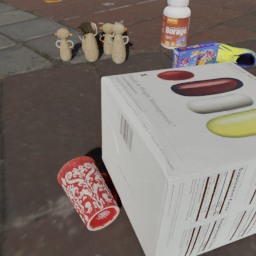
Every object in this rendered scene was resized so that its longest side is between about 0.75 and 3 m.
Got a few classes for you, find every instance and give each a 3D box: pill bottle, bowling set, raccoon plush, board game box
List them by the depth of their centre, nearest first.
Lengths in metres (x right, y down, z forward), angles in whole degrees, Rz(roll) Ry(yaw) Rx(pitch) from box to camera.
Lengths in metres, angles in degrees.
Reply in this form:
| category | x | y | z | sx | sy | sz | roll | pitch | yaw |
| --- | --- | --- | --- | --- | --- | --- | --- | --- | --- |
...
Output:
| category | x | y | z | sx | sy | sz | roll | pitch | yaw |
| --- | --- | --- | --- | --- | --- | --- | --- | --- | --- |
| board game box | 2.371 | -2.363 | 9.924 | 1.642 | 1.104 | 0.368 | -14 | 39 | -19 |
| bowling set | -1.358 | -3.731 | 11.360 | 2.868 | 1.539 | 1.996 | 2 | 38 | 3 |
| pill bottle | 2.045 | -4.508 | 11.976 | 1.136 | 2.025 | 1.136 | 0 | 37 | 0 |
| raccoon plush | -0.786 | -4.464 | 12.796 | 1.442 | 0.966 | 0.698 | 14 | 39 | 17 |

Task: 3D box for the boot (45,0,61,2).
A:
| category | x | y | z | sx | sy | sz | roll | pitch | yaw |
| --- | --- | --- | --- | --- | --- | --- | --- | --- | --- |
| boot | -1.917 | -3.943 | 7.865 | 1.976 | 0.695 | 1.415 | -6 | 49 | -26 |

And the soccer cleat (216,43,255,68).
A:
| category | x | y | z | sx | sy | sz | roll | pitch | yaw |
| --- | --- | --- | --- | --- | --- | --- | --- | --- | --- |
| soccer cleat | 3.790 | -2.754 | 10.711 | 2.267 | 0.733 | 0.948 | 9 | 31 | 9 |

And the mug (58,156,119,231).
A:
| category | x | y | z | sx | sy | sz | roll | pitch | yaw |
| --- | --- | --- | --- | --- | --- | --- | --- | --- | --- |
| mug | -0.635 | 1.218 | 5.468 | 1.098 | 0.825 | 1.237 | -19 | 47 | -24 |

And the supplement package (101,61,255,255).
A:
| category | x | y | z | sx | sy | sz | roll | pitch | yaw |
| --- | --- | --- | --- | --- | --- | --- | --- | --- | --- |
| supplement package | 1.302 | 0.399 | 5.264 | 2.963 | 2.179 | 2.833 | -11 | 39 | -19 |
